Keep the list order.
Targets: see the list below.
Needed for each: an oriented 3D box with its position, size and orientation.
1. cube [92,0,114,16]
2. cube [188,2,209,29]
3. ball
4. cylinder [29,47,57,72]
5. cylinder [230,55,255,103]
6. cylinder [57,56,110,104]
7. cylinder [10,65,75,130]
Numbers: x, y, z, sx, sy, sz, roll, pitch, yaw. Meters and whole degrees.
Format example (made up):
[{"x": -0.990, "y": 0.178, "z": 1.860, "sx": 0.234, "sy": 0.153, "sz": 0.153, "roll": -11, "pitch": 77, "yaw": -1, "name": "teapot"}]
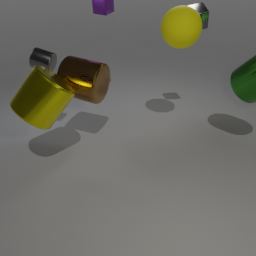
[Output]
[{"x": -1.086, "y": -5.408, "z": 12.239, "sx": 0.700, "sy": 0.700, "sz": 0.700, "roll": 18, "pitch": 43, "yaw": 22, "name": "cube"}, {"x": 2.560, "y": -4.142, "z": 10.481, "sx": 0.700, "sy": 0.700, "sz": 0.700, "roll": -13, "pitch": 52, "yaw": 1, "name": "cube"}, {"x": 1.837, "y": -3.467, "z": 9.653, "sx": 1.400, "sy": 1.400, "sz": 1.400, "roll": 0, "pitch": 29, "yaw": 0, "name": "ball"}, {"x": -2.887, "y": -2.307, "z": 9.557, "sx": 0.700, "sy": 0.700, "sz": 0.700, "roll": 19, "pitch": 31, "yaw": 1, "name": "cylinder"}, {"x": 4.438, "y": -1.714, "z": 9.363, "sx": 1.400, "sy": 1.400, "sz": 1.400, "roll": -14, "pitch": -11, "yaw": -24, "name": "cylinder"}, {"x": -1.514, "y": -1.666, "z": 9.685, "sx": 1.400, "sy": 1.400, "sz": 1.400, "roll": 16, "pitch": 32, "yaw": 14, "name": "cylinder"}, {"x": -2.542, "y": -0.910, "z": 8.402, "sx": 1.400, "sy": 1.400, "sz": 1.400, "roll": 37, "pitch": 10, "yaw": -8, "name": "cylinder"}]
